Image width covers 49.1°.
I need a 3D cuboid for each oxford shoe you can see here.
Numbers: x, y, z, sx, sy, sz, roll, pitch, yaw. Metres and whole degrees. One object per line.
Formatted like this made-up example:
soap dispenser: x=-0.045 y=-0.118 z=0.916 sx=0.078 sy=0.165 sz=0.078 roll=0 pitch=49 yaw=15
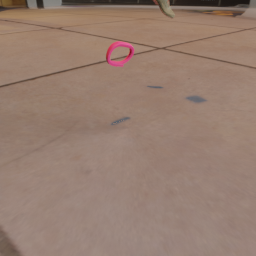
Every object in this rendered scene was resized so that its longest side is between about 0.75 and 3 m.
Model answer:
oxford shoe: x=1.265 y=-4.148 z=9.429 sx=0.389 sy=1.039 sz=0.366 roll=-30 pitch=30 yaw=43

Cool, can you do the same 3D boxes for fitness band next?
fitness band: x=-0.213 y=-1.953 z=7.417 sx=0.926 sy=0.665 sz=0.173 roll=-9 pitch=45 yaw=-48
